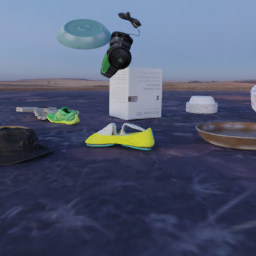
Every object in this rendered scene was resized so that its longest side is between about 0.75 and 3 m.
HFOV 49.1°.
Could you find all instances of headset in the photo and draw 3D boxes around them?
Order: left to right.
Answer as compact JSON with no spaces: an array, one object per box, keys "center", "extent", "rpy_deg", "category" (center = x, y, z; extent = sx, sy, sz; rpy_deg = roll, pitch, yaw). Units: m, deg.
[{"center":[-0.337,-2.353,8.048],"extent":[0.972,1.278,2.070],"rpy_deg":[23,-39,-24],"category":"headset"}]

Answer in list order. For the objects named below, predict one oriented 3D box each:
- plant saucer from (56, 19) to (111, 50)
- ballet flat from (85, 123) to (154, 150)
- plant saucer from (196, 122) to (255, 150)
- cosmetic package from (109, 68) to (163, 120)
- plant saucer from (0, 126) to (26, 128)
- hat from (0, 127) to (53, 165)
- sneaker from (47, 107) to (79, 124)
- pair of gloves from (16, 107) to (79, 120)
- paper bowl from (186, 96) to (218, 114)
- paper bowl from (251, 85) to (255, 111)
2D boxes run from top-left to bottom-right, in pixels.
[{"center":[-1.761,-3.866,11.246],"extent":[2.213,0.398,2.213],"rpy_deg":[3,44,-3],"category":"plant saucer"},{"center":[-0.241,0.199,7.772],"extent":[1.997,0.669,0.667],"rpy_deg":[3,10,18],"category":"ballet flat"},{"center":[3.446,0.208,8.439],"extent":[2.742,0.440,2.742],"rpy_deg":[0,9,0],"category":"plant saucer"},{"center":[0.353,-1.730,13.868],"extent":[1.971,2.392,1.973],"rpy_deg":[-5,11,-29],"category":"cosmetic package"},{"center":[-4.001,0.238,8.526],"extent":[1.876,0.332,1.876],"rpy_deg":[0,10,0],"category":"plant saucer"},{"center":[-2.780,0.324,6.910],"extent":[1.815,0.732,1.815],"rpy_deg":[1,10,0],"category":"hat"},{"center":[-2.774,-0.562,12.066],"extent":[1.711,0.715,0.634],"rpy_deg":[5,12,31],"category":"sneaker"},{"center":[-4.030,-0.747,14.011],"extent":[2.572,0.451,2.187],"rpy_deg":[10,10,37],"category":"pair of gloves"},{"center":[4.279,-1.371,16.237],"extent":[1.767,0.919,1.767],"rpy_deg":[1,10,0],"category":"paper bowl"},{"center":[7.061,-1.229,12.748],"extent":[2.650,1.378,2.650],"rpy_deg":[-13,24,6],"category":"paper bowl"}]
